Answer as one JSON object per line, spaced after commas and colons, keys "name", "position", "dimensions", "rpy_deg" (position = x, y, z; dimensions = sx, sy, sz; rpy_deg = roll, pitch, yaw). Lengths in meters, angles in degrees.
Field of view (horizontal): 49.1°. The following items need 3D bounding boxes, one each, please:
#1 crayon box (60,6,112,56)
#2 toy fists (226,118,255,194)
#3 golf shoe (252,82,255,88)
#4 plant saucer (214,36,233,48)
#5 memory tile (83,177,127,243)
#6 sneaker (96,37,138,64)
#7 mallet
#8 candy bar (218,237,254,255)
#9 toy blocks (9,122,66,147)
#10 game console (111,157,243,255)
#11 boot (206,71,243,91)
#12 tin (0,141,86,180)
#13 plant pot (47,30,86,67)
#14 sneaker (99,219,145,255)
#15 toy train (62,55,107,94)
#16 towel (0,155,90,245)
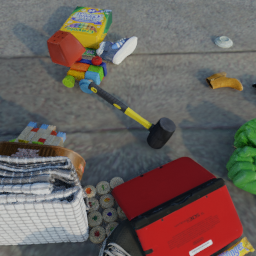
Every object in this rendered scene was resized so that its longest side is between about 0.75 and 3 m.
{"name": "crayon box", "position": [-1.869, -4.340, 12.344], "dimensions": [1.714, 0.703, 2.727], "rpy_deg": [10, 52, 8]}
{"name": "toy fists", "position": [3.669, 0.729, 8.076], "dimensions": [1.305, 0.880, 2.559], "rpy_deg": [19, 54, 16]}
{"name": "golf shoe", "position": [4.939, -1.311, 10.084], "dimensions": [0.494, 0.389, 1.073], "rpy_deg": [-18, 44, -9]}
{"name": "plant saucer", "position": [4.191, -3.807, 12.237], "dimensions": [0.789, 0.198, 0.789], "rpy_deg": [0, 50, 0]}
{"name": "memory tile", "position": [-0.523, 2.111, 7.407], "dimensions": [1.241, 0.136, 1.619], "rpy_deg": [-12, 51, -10]}
{"name": "sneaker", "position": [-0.529, -3.418, 11.585], "dimensions": [1.254, 0.690, 1.713], "rpy_deg": [30, 62, 17]}
{"name": "mallet", "position": [0.109, -0.555, 8.292], "dimensions": [2.923, 0.963, 0.602], "rpy_deg": [40, 43, -2]}
{"name": "candy bar", "position": [2.305, 3.041, 6.549], "dimensions": [1.372, 0.152, 0.342], "rpy_deg": [-25, 57, -12]}
{"name": "toy blocks", "position": [-2.581, 0.361, 8.523], "dimensions": [1.690, 0.845, 1.155], "rpy_deg": [11, 40, 9]}
{"name": "game console", "position": [1.202, 2.137, 7.195], "dimensions": [2.547, 1.512, 2.195], "rpy_deg": [-21, 88, -17]}
{"name": "boot", "position": [3.515, -1.601, 10.332], "dimensions": [0.862, 0.424, 1.205], "rpy_deg": [-27, 51, -14]}
{"name": "tin", "position": [-2.460, 0.986, 7.508], "dimensions": [2.600, 1.456, 0.544], "rpy_deg": [4, 58, 5]}
{"name": "plant pot", "position": [-2.284, -2.908, 10.000], "dimensions": [0.984, 0.868, 0.985], "rpy_deg": [22, 63, 32]}
{"name": "sneaker", "position": [-0.290, 3.037, 5.577], "dimensions": [1.121, 1.726, 2.989], "rpy_deg": [18, 54, 10]}
{"name": "toy train", "position": [-2.035, -2.023, 10.288], "dimensions": [2.267, 0.959, 1.311], "rpy_deg": [13, 54, 12]}
{"name": "towel", "position": [-2.383, 1.612, 6.295], "dimensions": [2.987, 2.473, 1.278], "rpy_deg": [-2, 52, -1]}
